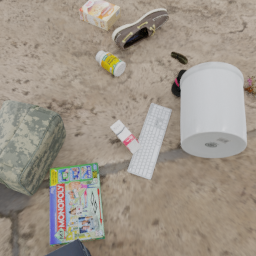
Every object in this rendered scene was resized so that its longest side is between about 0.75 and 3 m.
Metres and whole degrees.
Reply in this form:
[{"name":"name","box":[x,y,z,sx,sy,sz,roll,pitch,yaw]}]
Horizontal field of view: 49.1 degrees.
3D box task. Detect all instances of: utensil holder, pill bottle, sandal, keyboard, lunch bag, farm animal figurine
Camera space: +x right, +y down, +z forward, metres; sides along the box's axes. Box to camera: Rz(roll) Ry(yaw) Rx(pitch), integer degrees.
[{"name":"utensil holder","box":[2.723,-0.511,9.132,2.104,2.104,2.475,6,63,4]},{"name":"pill bottle","box":[-0.712,-2.596,11.131,1.147,0.647,0.647,37,66,19]},{"name":"sandal","box":[2.039,-1.817,10.866,0.532,0.319,1.416,17,61,9]},{"name":"keyboard","box":[0.798,0.371,9.693,0.801,0.152,2.848,16,61,9]},{"name":"lunch bag","box":[-3.425,0.475,8.648,2.182,1.812,2.601,19,62,7]},{"name":"sandal","box":[2.145,-2.922,11.565,0.829,0.339,0.226,34,44,26]},{"name":"farm animal figurine","box":[4.778,-1.494,10.650,0.827,0.436,0.836,33,59,4]}]

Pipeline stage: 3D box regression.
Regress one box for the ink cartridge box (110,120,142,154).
[{"name":"ink cartridge box","box":[-0.067,0.287,9.295,0.416,0.714,0.987,-41,57,-2]}]

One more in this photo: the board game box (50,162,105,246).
[{"name":"board game box","box":[-1.569,2.247,8.496,1.546,0.334,2.297,-7,60,-5]}]

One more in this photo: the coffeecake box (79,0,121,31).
[{"name":"coffeecake box","box":[-1.262,-5.203,12.706,1.498,0.547,1.150,27,63,15]}]

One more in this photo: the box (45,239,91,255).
[{"name":"box","box":[-1.153,3.976,6.413,1.284,2.187,2.150,-24,63,-13]}]

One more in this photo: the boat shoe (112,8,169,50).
[{"name":"boat shoe","box":[0.663,-4.167,11.890,2.691,0.967,0.801,-29,66,-11]}]
